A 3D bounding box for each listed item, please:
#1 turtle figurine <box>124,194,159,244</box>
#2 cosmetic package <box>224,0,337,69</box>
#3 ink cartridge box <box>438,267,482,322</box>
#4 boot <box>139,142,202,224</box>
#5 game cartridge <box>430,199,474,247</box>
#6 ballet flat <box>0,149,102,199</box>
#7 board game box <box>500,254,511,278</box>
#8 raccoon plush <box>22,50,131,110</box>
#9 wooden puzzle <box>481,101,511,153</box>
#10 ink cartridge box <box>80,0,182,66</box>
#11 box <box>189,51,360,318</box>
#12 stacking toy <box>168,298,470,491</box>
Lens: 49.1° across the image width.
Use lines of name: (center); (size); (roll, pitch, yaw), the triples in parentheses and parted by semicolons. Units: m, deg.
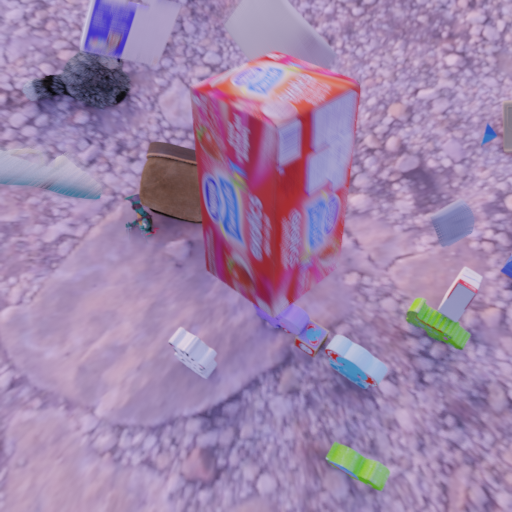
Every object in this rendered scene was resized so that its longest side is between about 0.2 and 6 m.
turtle figurine: (-2.131, -0.656, 10.242); (0.467, 0.694, 0.927); (-23, 98, -40)
cosmetic package: (0.319, -3.245, 8.403); (0.957, 0.808, 1.792); (-46, 53, 25)
ink cartridge box: (3.397, 0.625, 9.299); (0.355, 0.625, 0.858); (33, 30, 16)
boot: (-0.514, -1.063, 10.222); (3.438, 1.266, 1.297); (13, 79, 14)
game cartridge: (2.994, -0.500, 8.483); (0.588, 0.882, 0.178); (-28, 53, 11)
ballet flat: (-3.076, -1.245, 8.210); (1.761, 0.632, 0.632); (7, 57, -35)
board game box: (6.028, 0.031, 9.863); (2.411, 0.525, 2.422); (36, 68, 16)
raccoon plush: (-3.589, -3.845, 11.205); (2.527, 1.693, 1.222); (-19, 64, -9)
wooden puzzle: (5.523, -2.585, 11.197); (1.859, 0.217, 1.254); (8, 79, 14)
ink cartridge box: (-2.051, -3.788, 9.123); (1.356, 1.369, 0.297); (3, 63, -29)
box: (0.227, -0.856, 7.205); (1.466, 2.941, 1.404); (-34, 52, -31)
stacking toy: (1.017, 1.296, 8.994); (4.044, 0.950, 3.049); (32, 67, 14)
